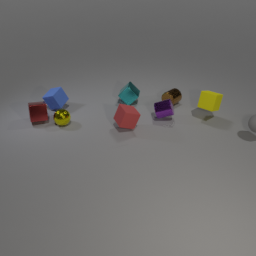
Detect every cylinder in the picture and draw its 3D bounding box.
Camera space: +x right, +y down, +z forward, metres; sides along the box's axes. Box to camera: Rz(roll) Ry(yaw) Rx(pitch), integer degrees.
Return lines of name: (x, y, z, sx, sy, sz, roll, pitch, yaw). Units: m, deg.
cylinder: (1.526, -0.809, 11.803, 0.700, 0.700, 0.700, -14, 28, 17)
cylinder: (2.047, -1.436, 13.130, 0.700, 0.700, 0.700, 26, 40, 35)

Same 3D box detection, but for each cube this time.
cube: (-3.235, -1.333, 12.543, 0.700, 0.700, 0.700, -4, 40, 34)
cube: (-0.048, -0.453, 11.102, 0.700, 0.700, 0.700, 8, 29, -32)
cube: (0.063, -1.620, 13.176, 0.700, 0.700, 0.700, 43, 29, -16)
cube: (3.427, -1.134, 11.681, 0.700, 0.700, 0.700, 24, 21, 35)
cube: (-3.764, -0.690, 11.705, 0.700, 0.700, 0.700, -8, 17, -20)

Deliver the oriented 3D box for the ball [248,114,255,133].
ball: (4.743, -0.162, 10.176, 0.700, 0.700, 0.700, 0, 31, 0)

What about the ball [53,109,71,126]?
ball: (-2.709, -0.443, 11.511, 0.700, 0.700, 0.700, 0, 31, 0)
